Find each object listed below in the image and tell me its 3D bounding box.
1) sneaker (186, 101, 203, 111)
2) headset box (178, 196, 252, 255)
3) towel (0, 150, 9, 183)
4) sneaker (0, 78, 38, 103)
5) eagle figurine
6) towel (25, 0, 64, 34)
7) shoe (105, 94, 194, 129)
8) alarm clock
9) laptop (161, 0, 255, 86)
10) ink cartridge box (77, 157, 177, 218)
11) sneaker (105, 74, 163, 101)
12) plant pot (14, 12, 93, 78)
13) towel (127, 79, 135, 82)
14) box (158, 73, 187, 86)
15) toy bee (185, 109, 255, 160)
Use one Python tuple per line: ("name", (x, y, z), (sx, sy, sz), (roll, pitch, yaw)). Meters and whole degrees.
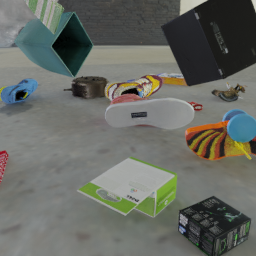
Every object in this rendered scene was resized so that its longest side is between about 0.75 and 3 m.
("sneaker", (2.449, -0.885, 11.302), (1.012, 0.396, 0.584), (10, 11, -8))
("headset box", (1.399, 1.550, 4.521), (0.898, 0.416, 0.781), (-13, 23, -31))
("towel", (-3.471, 0.991, 6.370), (1.249, 0.194, 1.728), (-6, 21, -14))
("sneaker", (-4.694, -1.640, 12.715), (0.969, 0.814, 2.471), (14, 24, 13))
("eagle figurine", (4.607, -1.607, 12.774), (1.307, 0.986, 0.992), (-30, -22, 2))
("towel", (-2.396, -3.463, 7.911), (1.300, 0.991, 0.152), (46, 51, 1))
("shoe", (0.723, -0.677, 9.606), (2.926, 1.045, 1.331), (-2, 25, 6))
("alarm clock", (-1.657, -2.103, 13.845), (1.826, 0.901, 2.707), (16, 22, 37))
("laptop", (1.896, -1.965, 6.251), (1.730, 1.620, 1.003), (-26, 14, 8))
("ink cartridge box", (0.014, 1.212, 5.198), (1.160, 0.594, 1.569), (16, 27, 36))
("sneaker", (0.514, -1.633, 12.385), (2.937, 1.101, 1.323), (-18, 31, -25))
("plant pot", (-2.771, -2.989, 9.986), (2.230, 1.575, 1.576), (13, 66, 27))
("towel", (0.723, -2.654, 16.229), (1.085, 0.179, 1.499), (-10, 23, -24))
("box", (2.759, -2.886, 16.480), (2.305, 0.478, 1.372), (9, 22, 29))
("toy bee", (2.950, 0.299, 6.813), (2.873, 1.562, 1.881), (-19, 8, 35))
